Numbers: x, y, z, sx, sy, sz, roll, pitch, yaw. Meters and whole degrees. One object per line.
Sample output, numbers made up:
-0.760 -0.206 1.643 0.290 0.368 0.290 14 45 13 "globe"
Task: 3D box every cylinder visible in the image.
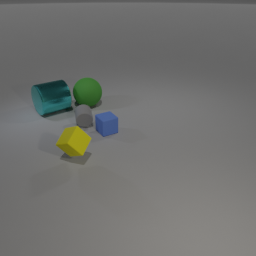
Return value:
-3.535 -1.419 12.926 1.400 1.400 1.400 -19 33 -32 "cylinder"
-1.852 -0.515 11.726 0.700 0.700 0.700 -6 37 -11 "cylinder"

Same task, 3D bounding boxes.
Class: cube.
-0.858 -0.173 11.296 0.700 0.700 0.700 -16 33 -28 "cube"
-1.762 0.440 9.097 0.700 0.700 0.700 -9 47 43 "cube"

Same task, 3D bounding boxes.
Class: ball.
-1.955 -1.735 13.550 1.400 1.400 1.400 0 28 0 "ball"
